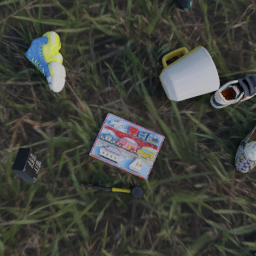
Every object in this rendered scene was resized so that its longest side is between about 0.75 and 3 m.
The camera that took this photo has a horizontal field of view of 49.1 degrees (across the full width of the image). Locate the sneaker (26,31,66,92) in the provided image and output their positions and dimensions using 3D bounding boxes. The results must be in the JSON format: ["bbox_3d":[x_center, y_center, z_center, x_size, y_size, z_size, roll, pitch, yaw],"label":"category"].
[{"bbox_3d":[-3.142,-2.415,10.618,1.290,0.930,2.456,-10,71,10],"label":"sneaker"}]

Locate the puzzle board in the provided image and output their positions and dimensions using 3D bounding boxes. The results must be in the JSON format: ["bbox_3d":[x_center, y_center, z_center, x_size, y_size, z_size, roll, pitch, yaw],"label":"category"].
[{"bbox_3d":[-0.031,0.648,10.312,2.299,0.200,1.732,23,80,5],"label":"puzzle board"}]

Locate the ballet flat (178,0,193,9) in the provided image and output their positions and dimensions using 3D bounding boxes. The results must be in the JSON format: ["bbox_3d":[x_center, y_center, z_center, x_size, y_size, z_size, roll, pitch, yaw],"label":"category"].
[{"bbox_3d":[1.995,-5.634,11.278,0.674,0.674,1.845,-36,81,-6],"label":"ballet flat"}]

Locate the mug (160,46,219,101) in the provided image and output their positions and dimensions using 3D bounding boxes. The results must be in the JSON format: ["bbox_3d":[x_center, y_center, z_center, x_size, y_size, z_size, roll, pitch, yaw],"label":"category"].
[{"bbox_3d":[2.093,-1.886,10.312,1.728,2.105,1.686,-24,113,4],"label":"mug"}]

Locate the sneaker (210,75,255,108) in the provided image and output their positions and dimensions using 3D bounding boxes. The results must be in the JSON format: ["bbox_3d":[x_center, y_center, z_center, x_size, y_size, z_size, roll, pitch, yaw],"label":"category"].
[{"bbox_3d":[4.161,-1.414,10.383,2.144,0.851,0.841,-28,79,-6],"label":"sneaker"}]

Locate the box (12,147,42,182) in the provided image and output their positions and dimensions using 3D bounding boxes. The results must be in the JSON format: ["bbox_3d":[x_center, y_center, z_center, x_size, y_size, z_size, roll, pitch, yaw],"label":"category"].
[{"bbox_3d":[-3.190,1.191,8.919,0.424,1.076,0.759,3,61,5],"label":"box"}]

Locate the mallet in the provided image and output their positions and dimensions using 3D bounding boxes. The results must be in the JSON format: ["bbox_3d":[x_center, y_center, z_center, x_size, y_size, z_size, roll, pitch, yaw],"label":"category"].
[{"bbox_3d":[-0.461,2.150,9.773,2.126,0.700,0.438,6,79,1],"label":"mallet"}]

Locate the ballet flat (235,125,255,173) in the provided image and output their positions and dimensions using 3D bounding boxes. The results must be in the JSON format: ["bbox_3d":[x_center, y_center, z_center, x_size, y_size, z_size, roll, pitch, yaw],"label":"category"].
[{"bbox_3d":[4.650,0.462,10.017,0.887,0.887,2.466,34,82,6],"label":"ballet flat"}]
